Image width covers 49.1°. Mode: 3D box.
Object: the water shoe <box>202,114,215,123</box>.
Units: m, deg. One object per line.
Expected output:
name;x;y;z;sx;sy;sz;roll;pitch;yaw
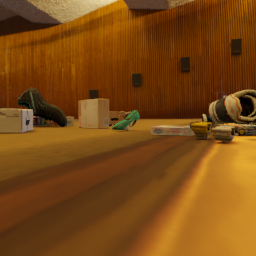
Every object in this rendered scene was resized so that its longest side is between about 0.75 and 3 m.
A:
water shoe;3.741;-0.348;12.948;0.610;0.553;1.546;3;4;16

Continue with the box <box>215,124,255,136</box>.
box;2.811;0.043;7.069;0.842;0.245;1.230;0;2;-10

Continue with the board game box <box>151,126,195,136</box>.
board game box;1.219;0.059;7.152;1.012;0.209;1.014;1;3;22

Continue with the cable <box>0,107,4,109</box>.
cable;-4.998;-0.464;10.506;2.596;0.659;2.118;26;-3;-44

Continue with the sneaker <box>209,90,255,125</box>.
sneaker;3.839;-0.628;8.876;2.686;1.053;1.066;-11;-7;-36

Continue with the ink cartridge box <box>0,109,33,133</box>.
ink cartridge box;-3.550;-0.227;8.272;1.174;0.681;1.627;0;2;-8

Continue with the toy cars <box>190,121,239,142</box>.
toy cars;1.608;0.091;5.315;0.678;0.335;1.513;0;6;-12

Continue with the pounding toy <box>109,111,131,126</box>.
pounding toy;-0.482;-0.438;13.310;1.329;0.692;1.513;-1;2;-18

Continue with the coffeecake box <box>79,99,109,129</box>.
coffeecake box;-1.351;-0.546;10.897;0.527;1.107;1.442;-2;3;-39

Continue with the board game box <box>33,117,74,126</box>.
board game box;-4.001;-0.327;13.451;2.601;0.445;1.748;-1;2;-18

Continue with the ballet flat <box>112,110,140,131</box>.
ballet flat;-0.011;-0.142;8.836;1.121;0.394;0.377;-39;18;-31

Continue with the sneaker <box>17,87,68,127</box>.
sneaker;-3.604;-0.689;11.889;2.312;0.947;0.846;37;-35;5

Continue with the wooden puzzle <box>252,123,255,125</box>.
wooden puzzle;6.226;-0.219;12.454;2.246;0.418;2.078;-5;2;2
